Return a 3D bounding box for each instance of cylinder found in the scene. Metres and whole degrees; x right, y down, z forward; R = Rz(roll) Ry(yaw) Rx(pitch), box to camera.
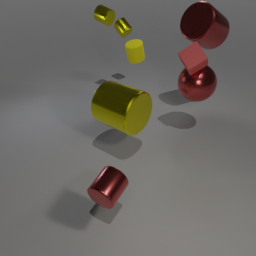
[{"bbox_3d":[2.925,-3.855,10.647,1.400,1.400,1.400,28,16,38],"label":"cylinder"},{"bbox_3d":[0.284,-3.049,11.155,0.700,0.700,0.700,-8,45,7],"label":"cylinder"},{"bbox_3d":[-0.449,1.341,6.350,0.700,0.700,0.700,17,49,26],"label":"cylinder"},{"bbox_3d":[-1.025,-4.942,12.294,0.700,0.700,0.700,34,42,21],"label":"cylinder"},{"bbox_3d":[-0.190,-0.637,8.752,1.400,1.400,1.400,23,38,32],"label":"cylinder"},{"bbox_3d":[-0.244,-4.975,13.911,0.700,0.700,0.700,-30,82,-40],"label":"cylinder"}]

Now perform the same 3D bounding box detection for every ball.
[{"bbox_3d":[2.515,-1.654,10.201,1.400,1.400,1.400,0,31,0],"label":"ball"}]

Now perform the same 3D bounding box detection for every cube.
[{"bbox_3d":[2.165,-2.288,9.269,0.700,0.700,0.700,-31,-14,13],"label":"cube"}]
